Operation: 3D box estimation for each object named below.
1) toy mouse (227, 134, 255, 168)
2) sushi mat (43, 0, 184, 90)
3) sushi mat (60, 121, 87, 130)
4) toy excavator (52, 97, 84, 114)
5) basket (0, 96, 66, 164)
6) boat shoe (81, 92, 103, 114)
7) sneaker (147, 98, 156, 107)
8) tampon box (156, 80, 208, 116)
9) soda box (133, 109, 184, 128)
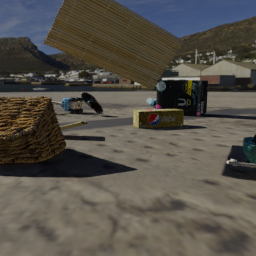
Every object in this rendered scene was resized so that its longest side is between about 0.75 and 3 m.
[{"bbox_3d":[2.673,0.466,3.962,2.736,0.529,2.431,2,10,12],"label":"toy mouse"},{"bbox_3d":[-0.172,-1.807,5.933,2.845,1.361,0.172,17,25,-33],"label":"sushi mat"},{"bbox_3d":[-1.666,-0.007,7.190,1.179,0.071,0.564,-13,-2,6],"label":"sushi mat"},{"bbox_3d":[-2.960,-1.100,12.892,1.456,0.727,1.416,8,10,21],"label":"toy excavator"},{"bbox_3d":[-2.209,0.261,5.215,1.756,1.308,1.253,1,42,7],"label":"basket"},{"bbox_3d":[-1.512,-1.086,11.806,0.432,1.204,0.407,-44,-3,-1],"label":"boat shoe"},{"bbox_3d":[1.759,-1.364,15.937,1.478,0.546,0.605,-6,35,-37],"label":"sneaker"},{"bbox_3d":[2.370,-1.363,12.339,1.997,1.496,1.260,5,10,26],"label":"tampon box"},{"bbox_3d":[0.975,-0.319,8.901,1.557,0.527,0.498,-3,10,-18],"label":"soda box"}]
